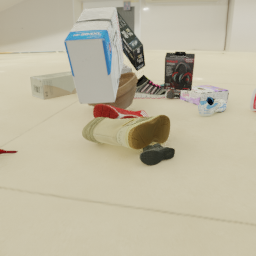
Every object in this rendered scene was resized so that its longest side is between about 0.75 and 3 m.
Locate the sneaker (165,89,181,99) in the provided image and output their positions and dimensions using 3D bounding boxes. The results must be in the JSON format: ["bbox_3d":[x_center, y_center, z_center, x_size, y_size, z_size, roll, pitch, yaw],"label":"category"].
[{"bbox_3d":[2.648,-1.821,15.165,1.377,0.531,0.564,-12,29,-28],"label":"sneaker"}]

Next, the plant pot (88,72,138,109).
[{"bbox_3d":[-0.588,-1.415,12.490,2.495,1.152,2.495,-22,23,10],"label":"plant pot"}]

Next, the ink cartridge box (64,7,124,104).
[{"bbox_3d":[-0.578,-1.490,5.555,0.737,1.276,1.747,-2,40,8],"label":"ink cartridge box"}]

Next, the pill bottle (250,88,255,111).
[{"bbox_3d":[6.550,-1.149,12.446,1.920,1.063,1.063,14,24,33],"label":"pill bottle"}]

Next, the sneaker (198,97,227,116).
[{"bbox_3d":[3.900,-1.082,12.713,0.775,0.781,2.156,15,23,38],"label":"sneaker"}]

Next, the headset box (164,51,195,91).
[{"bbox_3d":[1.526,-1.735,8.360,0.856,1.151,0.432,6,36,12],"label":"headset box"}]

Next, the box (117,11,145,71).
[{"bbox_3d":[-0.082,-3.797,12.135,0.490,2.250,1.803,-33,-16,-3],"label":"box"}]

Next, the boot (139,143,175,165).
[{"bbox_3d":[0.687,0.746,8.290,1.273,0.431,0.831,-6,13,-35],"label":"boot"}]

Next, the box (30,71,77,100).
[{"bbox_3d":[-3.962,-2.536,16.177,1.378,1.128,2.903,18,27,41],"label":"box"}]

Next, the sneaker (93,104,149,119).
[{"bbox_3d":[-0.183,-0.408,11.038,2.258,0.885,1.304,23,19,23],"label":"sneaker"}]

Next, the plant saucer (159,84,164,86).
[{"bbox_3d":[2.108,-2.618,17.876,0.615,0.167,1.759,14,25,35],"label":"plant saucer"}]

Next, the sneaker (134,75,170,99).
[{"bbox_3d":[1.136,-2.320,15.443,2.801,1.225,1.033,-2,20,-5],"label":"sneaker"}]

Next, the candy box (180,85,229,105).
[{"bbox_3d":[3.957,-1.729,14.614,1.897,0.679,1.591,-9,22,-25],"label":"candy box"}]

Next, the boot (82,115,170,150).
[{"bbox_3d":[0.048,0.062,9.302,2.101,0.984,2.703,4,13,34],"label":"boot"}]

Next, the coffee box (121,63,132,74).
[{"bbox_3d":[-0.505,-3.161,17.458,1.026,1.453,2.572,-4,19,-11],"label":"coffee box"}]

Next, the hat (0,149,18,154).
[{"bbox_3d":[-4.164,0.907,8.145,1.206,1.061,0.999,-23,37,17],"label":"hat"}]
